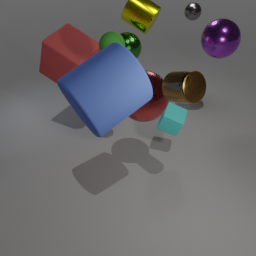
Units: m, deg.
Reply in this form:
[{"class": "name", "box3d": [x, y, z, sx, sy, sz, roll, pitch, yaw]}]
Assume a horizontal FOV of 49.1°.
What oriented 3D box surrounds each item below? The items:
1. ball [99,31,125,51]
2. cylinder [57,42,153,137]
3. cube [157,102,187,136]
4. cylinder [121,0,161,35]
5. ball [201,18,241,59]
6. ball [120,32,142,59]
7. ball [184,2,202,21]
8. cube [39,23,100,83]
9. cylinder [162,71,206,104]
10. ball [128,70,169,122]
[{"class": "ball", "box3d": [-0.424, -2.198, 7.437, 0.700, 0.700, 0.700, 0, 32, 0]}, {"class": "cylinder", "box3d": [-0.457, -0.761, 5.688, 1.400, 1.400, 1.400, -37, 43, -11]}, {"class": "cube", "box3d": [1.451, -0.288, 9.239, 0.700, 0.700, 0.700, 23, 50, 0]}, {"class": "cylinder", "box3d": [0.615, -5.361, 13.107, 1.400, 1.400, 1.400, 33, 37, -1]}, {"class": "ball", "box3d": [3.396, -3.271, 10.279, 1.400, 1.400, 1.400, 0, 32, 0]}, {"class": "ball", "box3d": [-0.052, -3.815, 13.286, 1.400, 1.400, 1.400, 0, 32, 0]}, {"class": "ball", "box3d": [2.719, -4.872, 11.723, 0.700, 0.700, 0.700, 0, 32, 0]}, {"class": "cube", "box3d": [-1.964, -2.354, 9.468, 1.400, 1.400, 1.400, 33, 51, 2]}, {"class": "cylinder", "box3d": [1.226, -0.898, 6.163, 0.700, 0.700, 0.700, -20, 19, -28]}, {"class": "ball", "box3d": [0.429, -0.861, 7.636, 1.400, 1.400, 1.400, 0, 32, 0]}]
